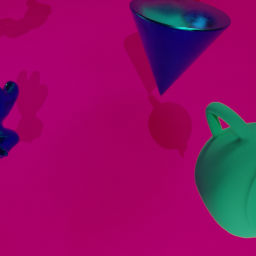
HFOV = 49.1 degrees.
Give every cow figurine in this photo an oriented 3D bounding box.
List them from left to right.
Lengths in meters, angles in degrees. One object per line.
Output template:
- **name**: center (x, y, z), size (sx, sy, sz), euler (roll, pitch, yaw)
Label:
- **cow figurine**: center (-2.515, -0.223, 4.892), size (0.877, 1.597, 1.571), euler (2, 66, 18)

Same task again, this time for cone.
- **cone**: center (0.737, -1.256, 4.991), size (1.636, 1.642, 1.636), euler (5, 39, -4)

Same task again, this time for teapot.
- **teapot**: center (1.215, 0.517, 2.922), size (1.156, 0.910, 1.859), euler (-37, 118, -14)
